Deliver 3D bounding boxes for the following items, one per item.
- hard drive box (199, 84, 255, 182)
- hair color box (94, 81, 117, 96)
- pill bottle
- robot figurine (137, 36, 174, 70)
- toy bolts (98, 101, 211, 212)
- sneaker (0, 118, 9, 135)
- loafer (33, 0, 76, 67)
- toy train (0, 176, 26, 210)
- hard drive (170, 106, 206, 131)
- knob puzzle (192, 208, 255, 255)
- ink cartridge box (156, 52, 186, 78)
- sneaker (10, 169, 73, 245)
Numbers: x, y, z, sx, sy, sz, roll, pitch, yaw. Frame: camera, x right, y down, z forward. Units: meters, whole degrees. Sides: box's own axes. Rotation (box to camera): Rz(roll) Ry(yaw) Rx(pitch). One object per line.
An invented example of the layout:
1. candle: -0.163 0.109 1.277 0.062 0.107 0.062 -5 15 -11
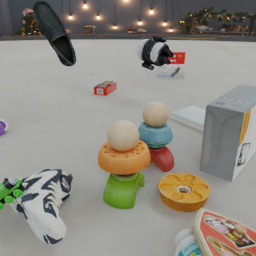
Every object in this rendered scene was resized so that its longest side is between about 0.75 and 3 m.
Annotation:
1. hard drive box: 2.938 0.011 7.622 0.928 1.883 2.416 17 29 34
2. hair color box: -1.134 -2.041 14.242 0.695 0.419 1.370 7 24 18
3. pill bottle: 1.146 2.110 4.291 0.655 0.655 1.182 -7 24 -15
4. robot figurine: 1.208 -3.395 12.676 1.696 1.058 1.274 26 55 29
5. toy bolts: 0.740 0.479 6.623 2.478 1.799 2.594 6 24 14
6. sneaker: -4.879 -0.047 9.387 1.608 0.648 0.671 2 29 3
7. loafer: -2.676 -3.539 10.568 0.875 2.576 0.904 -33 27 -15
8. toy train: -2.598 1.410 5.311 1.536 0.433 0.321 -35 21 10
9. hard drive: 2.782 -0.328 10.441 1.376 0.278 2.086 -16 28 -33
10. knob puzzle: 1.868 1.837 4.384 2.156 0.299 2.156 20 15 -6
11. ink cartridge box: 2.593 -3.805 16.950 1.727 1.521 0.386 2 23 5
12. sneaker: -1.529 1.393 5.727 1.328 0.815 2.041 -30 26 -35
